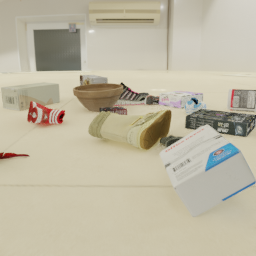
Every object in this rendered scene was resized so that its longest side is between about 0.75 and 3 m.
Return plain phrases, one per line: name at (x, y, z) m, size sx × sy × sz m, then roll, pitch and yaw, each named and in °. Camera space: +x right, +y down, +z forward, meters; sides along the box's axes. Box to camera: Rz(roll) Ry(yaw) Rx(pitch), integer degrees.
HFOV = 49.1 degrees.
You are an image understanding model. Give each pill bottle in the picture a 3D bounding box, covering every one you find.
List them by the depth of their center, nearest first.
pill bottle at (5.944, -1.368, 13.827) m, size 1.920 × 1.063 × 1.063 m, roll 6°, pitch 16°, yaw 21°

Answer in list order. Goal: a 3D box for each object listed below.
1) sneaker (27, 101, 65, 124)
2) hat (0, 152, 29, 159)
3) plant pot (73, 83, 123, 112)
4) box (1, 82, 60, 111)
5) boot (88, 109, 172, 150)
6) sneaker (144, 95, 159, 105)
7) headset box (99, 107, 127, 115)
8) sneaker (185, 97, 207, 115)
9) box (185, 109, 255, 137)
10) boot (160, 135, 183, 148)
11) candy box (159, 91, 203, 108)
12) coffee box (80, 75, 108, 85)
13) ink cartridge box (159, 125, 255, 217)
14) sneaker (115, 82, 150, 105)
sneaker at (-3.380, -0.519, 11.617) m, size 1.304 × 0.885 × 2.258 m, roll 10°, pitch 11°, yaw -28°
hat at (-3.416, 0.864, 7.130) m, size 1.206 × 1.061 × 0.999 m, roll -45°, pitch 9°, yaw -3°
plant pot at (-1.470, -1.514, 14.075) m, size 2.495 × 1.152 × 2.495 m, roll -1°, pitch 18°, yaw 0°
box at (-5.200, -1.784, 15.249) m, size 1.378 × 1.128 × 2.903 m, roll 9°, pitch 17°, yaw 30°
boot at (0.182, -0.125, 9.299) m, size 2.101 × 0.984 × 2.703 m, roll 9°, pitch 22°, yaw 26°
sneaker at (1.509, -1.552, 15.663) m, size 1.377 × 0.531 × 0.564 m, roll -14°, pitch 27°, yaw -41°
headset box at (-0.598, -0.673, 12.371) m, size 1.151 × 0.432 × 0.856 m, roll -4°, pitch 13°, yaw -20°
sneaker at (3.310, -1.123, 13.496) m, size 0.775 × 0.781 × 2.156 m, roll 6°, pitch 15°, yaw 27°
box at (3.569, -0.260, 10.720) m, size 2.250 × 0.490 × 1.803 m, roll 9°, pitch 17°, yaw 31°
boot at (1.273, 0.461, 8.339) m, size 0.831 × 0.431 × 1.273 m, roll 4°, pitch 8°, yaw 41°
candy box at (2.909, -1.588, 15.409) m, size 1.897 × 0.679 × 1.591 m, roll -11°, pitch 18°, yaw -38°
coffee box at (-2.154, -2.483, 17.304) m, size 1.026 × 1.453 × 2.572 m, roll -7°, pitch 15°, yaw -24°
ink cartridge box at (1.431, 0.729, 5.501) m, size 1.276 × 0.737 × 1.747 m, roll -32°, pitch 13°, yaw 7°
sneaker at (-0.046, -1.951, 15.688) m, size 2.801 × 1.225 × 1.033 m, roll -4°, pitch 15°, yaw -16°
